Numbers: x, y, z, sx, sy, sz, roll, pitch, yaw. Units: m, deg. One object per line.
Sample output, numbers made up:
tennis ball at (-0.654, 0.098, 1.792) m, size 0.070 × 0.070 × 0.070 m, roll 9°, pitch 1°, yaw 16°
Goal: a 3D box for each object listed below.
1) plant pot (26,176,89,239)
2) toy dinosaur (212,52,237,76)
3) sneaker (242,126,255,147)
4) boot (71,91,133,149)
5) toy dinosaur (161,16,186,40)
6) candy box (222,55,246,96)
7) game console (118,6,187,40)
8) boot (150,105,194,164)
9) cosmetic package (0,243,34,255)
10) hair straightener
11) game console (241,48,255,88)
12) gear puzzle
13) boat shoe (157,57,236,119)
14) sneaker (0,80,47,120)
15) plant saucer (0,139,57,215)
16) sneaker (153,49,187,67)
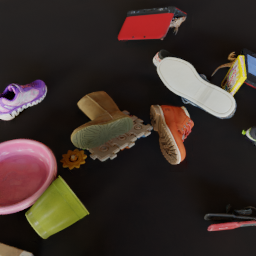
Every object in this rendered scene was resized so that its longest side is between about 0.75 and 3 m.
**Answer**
plant pot at (-1.625, 1.821, 6.227) m, size 1.064 × 1.105 × 1.105 m, roll -37°, pitch 55°, yaw -18°
toy dinosaur at (4.088, -2.478, 10.876) m, size 1.768 × 0.534 × 0.939 m, roll 1°, pitch 46°, yaw 1°
sneaker at (3.962, 0.377, 7.957) m, size 1.489 × 0.617 × 0.534 m, roll 30°, pitch 74°, yaw -4°
boot at (-1.061, -0.320, 8.370) m, size 1.868 × 0.706 × 2.134 m, roll -16°, pitch 34°, yaw -22°
toy dinosaur at (1.576, -4.738, 13.007) m, size 1.369 × 0.867 × 2.020 m, roll -29°, pitch 39°, yaw -36°
candy box at (3.370, -1.531, 8.993) m, size 0.206 × 1.557 × 0.796 m, roll 2°, pitch 67°, yaw -1°
game console at (1.136, -4.637, 12.844) m, size 2.487 × 1.476 × 2.144 m, roll 11°, pitch 12°, yaw 34°
boot at (1.443, 0.089, 8.102) m, size 1.194 × 0.836 × 2.227 m, roll -2°, pitch 44°, yaw -9°
cosmetic package at (-2.683, 2.730, 5.577) m, size 1.495 × 0.531 × 0.786 m, roll 11°, pitch 46°, yaw 11°
hair straightener at (2.511, 1.991, 6.479) m, size 1.552 × 0.317 × 0.597 m, roll -5°, pitch 45°, yaw -5°
game console at (5.286, -2.325, 10.028) m, size 1.971 × 1.357 × 2.287 m, roll 25°, pitch 46°, yaw -4°
gear puzzle at (-0.635, 0.454, 8.017) m, size 2.763 × 0.362 × 1.431 m, roll -32°, pitch 45°, yaw -29°
boat shoe at (2.229, -1.314, 9.238) m, size 2.979 × 0.921 × 1.115 m, roll 35°, pitch 92°, yaw 25°
sneaker at (-3.528, -1.130, 9.256) m, size 0.803 × 0.882 × 1.996 m, roll 24°, pitch 48°, yaw 24°
plant saucer at (-2.882, 1.233, 7.084) m, size 2.190 × 0.555 × 2.190 m, roll 0°, pitch 45°, yaw 0°
sneaker at (1.681, -2.433, 10.795) m, size 1.491 × 0.799 × 0.498 m, roll 27°, pitch 73°, yaw -14°
